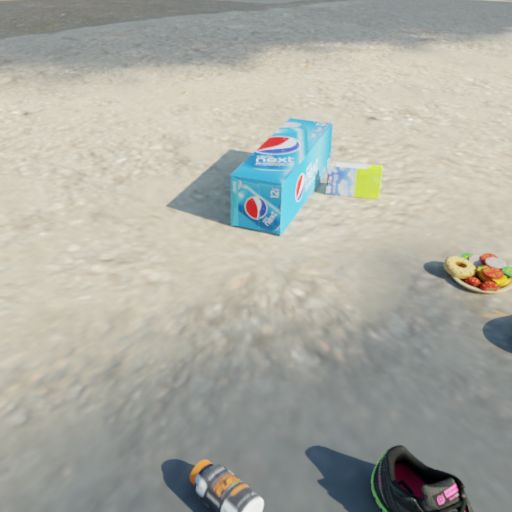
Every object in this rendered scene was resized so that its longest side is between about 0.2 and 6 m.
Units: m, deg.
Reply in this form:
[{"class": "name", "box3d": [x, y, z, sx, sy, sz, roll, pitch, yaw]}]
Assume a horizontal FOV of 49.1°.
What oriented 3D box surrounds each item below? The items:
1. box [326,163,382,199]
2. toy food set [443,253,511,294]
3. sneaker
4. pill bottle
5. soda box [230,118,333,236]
[{"class": "box", "box3d": [2.033, -1.569, 11.657, 1.106, 0.675, 0.264, 6, 32, 9]}, {"class": "toy food set", "box3d": [3.713, 0.260, 9.214, 1.041, 0.256, 1.051, -16, 36, -24]}, {"class": "sneaker", "box3d": [1.771, 2.515, 5.263, 0.684, 0.747, 1.782, -22, 39, -30]}, {"class": "pill bottle", "box3d": [-0.332, 2.418, 5.713, 0.774, 0.411, 0.411, 27, 41, 36]}, {"class": "soda box", "box3d": [0.609, -1.742, 11.503, 1.066, 1.127, 3.323, 12, 35, 18]}]
